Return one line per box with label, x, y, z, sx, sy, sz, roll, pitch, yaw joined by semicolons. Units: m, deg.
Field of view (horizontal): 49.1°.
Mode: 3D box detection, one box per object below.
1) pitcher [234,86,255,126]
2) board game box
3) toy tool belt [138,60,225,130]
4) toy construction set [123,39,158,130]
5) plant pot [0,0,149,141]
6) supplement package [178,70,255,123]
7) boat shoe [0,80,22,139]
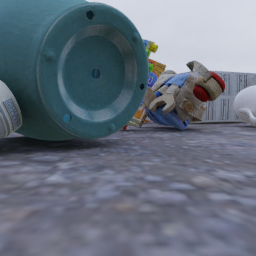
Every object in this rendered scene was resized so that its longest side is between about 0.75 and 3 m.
pitcher;3.970;-0.540;8.284;1.792;1.266;2.089;-11;19;-19
board game box;-0.236;-1.653;11.127;2.278;2.280;2.278;17;-2;-18
toy tool belt;1.199;-0.566;7.453;1.720;1.747;2.798;-44;12;-8
toy construction set;-0.084;-1.178;7.084;1.132;2.457;1.611;15;7;19
plant pot;-1.164;-0.963;4.743;2.764;2.764;2.597;-3;15;-40
supplement package;3.277;-1.228;11.513;2.657;1.954;2.541;-2;4;-20
boat shoe;-2.737;-0.379;3.967;2.871;1.002;1.023;16;36;34
